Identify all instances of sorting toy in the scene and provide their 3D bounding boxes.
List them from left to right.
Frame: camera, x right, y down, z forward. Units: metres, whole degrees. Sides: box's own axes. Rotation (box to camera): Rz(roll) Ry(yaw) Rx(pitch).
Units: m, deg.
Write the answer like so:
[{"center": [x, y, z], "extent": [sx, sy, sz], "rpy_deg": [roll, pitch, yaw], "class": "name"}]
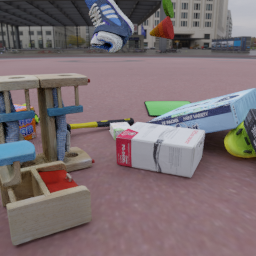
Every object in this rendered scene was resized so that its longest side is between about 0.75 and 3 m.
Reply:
[{"center": [0.600, -2.138, 5.205], "extent": [0.417, 1.211, 0.420], "rpy_deg": [-8, -23, 27], "class": "sorting toy"}]

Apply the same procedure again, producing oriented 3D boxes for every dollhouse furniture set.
[{"center": [-1.324, 0.145, 4.919], "extent": [1.921, 1.932, 2.741], "rpy_deg": [-10, 19, -28], "class": "dollhouse furniture set"}]

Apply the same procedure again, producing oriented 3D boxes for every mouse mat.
[{"center": [1.715, -0.792, 11.070], "extent": [2.025, 0.095, 2.517], "rpy_deg": [0, 16, -1], "class": "mouse mat"}]

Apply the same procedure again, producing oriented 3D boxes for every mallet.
[{"center": [-1.118, -0.139, 8.359], "extent": [2.765, 0.569, 0.910], "rpy_deg": [-9, 24, -38], "class": "mallet"}]

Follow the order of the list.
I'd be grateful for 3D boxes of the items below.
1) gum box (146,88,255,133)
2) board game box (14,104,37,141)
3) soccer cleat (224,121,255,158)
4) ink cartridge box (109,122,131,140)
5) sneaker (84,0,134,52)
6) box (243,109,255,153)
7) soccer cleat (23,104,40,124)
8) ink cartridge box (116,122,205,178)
[{"center": [2.112, -0.377, 7.683], "extent": [2.282, 0.598, 2.686], "rpy_deg": [-12, 6, 37], "class": "gum box"}, {"center": [-3.125, -0.108, 7.519], "extent": [0.872, 0.872, 0.871], "rpy_deg": [9, 19, 27], "class": "board game box"}, {"center": [3.124, 0.161, 7.123], "extent": [2.660, 0.860, 1.113], "rpy_deg": [-24, -3, -38], "class": "soccer cleat"}, {"center": [-0.214, 0.055, 7.959], "extent": [0.521, 0.299, 0.889], "rpy_deg": [-5, 18, -14], "class": "ink cartridge box"}, {"center": [-0.921, -3.413, 9.150], "extent": [1.543, 2.108, 0.849], "rpy_deg": [-53, 9, -30], "class": "sneaker"}, {"center": [3.612, 0.319, 5.567], "extent": [2.089, 0.520, 1.647], "rpy_deg": [-1, 45, -2], "class": "box"}, {"center": [-3.358, -0.403, 9.293], "extent": [0.612, 0.510, 1.509], "rpy_deg": [-33, 33, -17], "class": "soccer cleat"}, {"center": [0.736, 0.418, 6.122], "extent": [1.661, 0.693, 1.207], "rpy_deg": [8, 19, 24], "class": "ink cartridge box"}]
